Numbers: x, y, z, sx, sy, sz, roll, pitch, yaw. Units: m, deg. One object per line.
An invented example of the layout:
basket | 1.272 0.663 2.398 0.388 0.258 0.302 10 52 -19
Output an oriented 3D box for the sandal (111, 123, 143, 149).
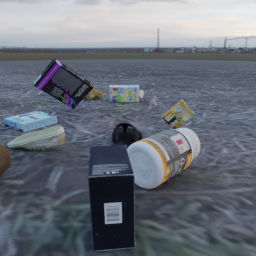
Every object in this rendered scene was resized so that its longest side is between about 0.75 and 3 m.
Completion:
sandal | -0.042 0.282 8.083 0.971 0.618 2.584 0 17 1

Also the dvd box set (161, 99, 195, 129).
dvd box set | 1.722 -0.447 9.606 0.942 0.689 0.139 -40 22 15

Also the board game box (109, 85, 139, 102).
board game box | -0.192 -1.786 14.484 1.514 0.780 0.794 0 17 0

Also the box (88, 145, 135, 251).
box | -0.273 1.061 4.506 0.655 1.258 1.146 -2 17 -5

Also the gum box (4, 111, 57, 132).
gum box | -3.593 -0.273 10.377 1.222 0.321 1.439 13 22 37

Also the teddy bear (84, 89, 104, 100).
teddy bear | -2.334 -2.012 15.357 1.571 0.724 2.167 -8 19 -32

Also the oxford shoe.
oxford shoe | -2.620 0.392 8.012 1.847 0.533 0.694 -11 23 15

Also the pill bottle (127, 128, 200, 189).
pill bottle | 0.844 0.597 6.363 1.029 1.029 1.769 15 24 41

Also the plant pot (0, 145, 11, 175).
plant pot | -3.195 0.744 5.895 1.300 1.300 1.391 5 2 16

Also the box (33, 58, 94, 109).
box | -2.698 -1.821 11.910 2.059 1.472 0.372 33 27 -33

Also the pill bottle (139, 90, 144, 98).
pill bottle | 0.443 -1.913 15.476 0.786 0.443 0.443 13 21 34
